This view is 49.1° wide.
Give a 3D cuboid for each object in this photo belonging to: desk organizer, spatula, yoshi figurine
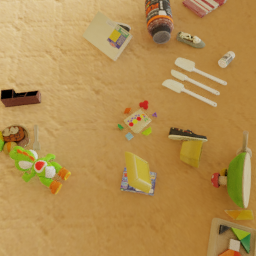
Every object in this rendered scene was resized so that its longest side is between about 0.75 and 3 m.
[{"bbox_3d":[-4.618,-1.354,12.085,1.560,0.601,0.559,-7,65,-3],"label":"desk organizer"},{"bbox_3d":[3.070,-2.095,12.662,2.572,0.207,1.789,27,67,12],"label":"spatula"},{"bbox_3d":[-3.411,1.521,10.662,2.286,1.285,1.280,33,109,0],"label":"yoshi figurine"}]

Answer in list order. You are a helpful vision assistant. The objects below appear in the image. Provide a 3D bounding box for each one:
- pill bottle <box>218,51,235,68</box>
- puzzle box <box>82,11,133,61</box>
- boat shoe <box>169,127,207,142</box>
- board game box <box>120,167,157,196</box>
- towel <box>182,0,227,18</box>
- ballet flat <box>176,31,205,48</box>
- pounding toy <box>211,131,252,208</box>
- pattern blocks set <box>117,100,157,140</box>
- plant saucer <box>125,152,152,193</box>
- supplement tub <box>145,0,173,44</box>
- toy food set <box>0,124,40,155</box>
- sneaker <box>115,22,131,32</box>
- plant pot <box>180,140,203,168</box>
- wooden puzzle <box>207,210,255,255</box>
[{"bbox_3d":[4.602,-3.204,13.042,0.439,0.439,0.776,41,71,17],"label":"pill bottle"},{"bbox_3d":[-1.004,-4.366,13.308,2.177,0.277,1.448,41,102,17],"label":"puzzle box"},{"bbox_3d":[2.438,0.274,11.337,1.550,0.567,0.486,9,73,9],"label":"boat shoe"},{"bbox_3d":[0.406,2.040,10.703,1.274,0.220,0.862,10,65,4],"label":"board game box"},{"bbox_3d":[4.067,-6.688,14.812,2.004,0.228,1.443,-36,68,-17],"label":"towel"},{"bbox_3d":[3.049,-4.281,13.535,1.466,0.467,0.494,21,67,9],"label":"ballet flat"},{"bbox_3d":[3.789,1.579,10.270,1.170,1.946,2.521,1,61,29],"label":"pounding toy"},{"bbox_3d":[0.420,-0.303,11.845,1.730,0.140,1.521,-28,68,-12],"label":"pattern blocks set"},{"bbox_3d":[0.353,1.289,8.313,0.261,1.078,1.078,-26,53,26],"label":"plant saucer"},{"bbox_3d":[1.517,-5.274,13.553,1.280,1.280,2.393,-3,64,-2],"label":"supplement tub"},{"bbox_3d":[-4.642,0.435,11.355,1.997,0.401,1.379,-10,65,-4],"label":"toy food set"},{"bbox_3d":[-0.776,-4.692,13.667,1.697,0.600,0.842,15,81,18],"label":"sneaker"},{"bbox_3d":[2.459,0.967,10.925,0.745,0.845,0.845,10,65,18],"label":"plant pot"},{"bbox_3d":[3.645,4.023,9.737,1.716,0.297,2.544,8,65,4],"label":"wooden puzzle"}]
